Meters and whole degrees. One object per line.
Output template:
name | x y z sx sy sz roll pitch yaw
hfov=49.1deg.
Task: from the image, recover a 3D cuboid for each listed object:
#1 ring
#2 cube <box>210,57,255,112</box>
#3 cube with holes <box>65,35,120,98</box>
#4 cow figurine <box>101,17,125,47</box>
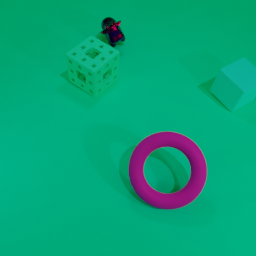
ring | 0.964 1.048 6.933 1.930 0.386 1.930 0 90 8
cube | 3.493 -1.373 8.909 1.065 1.065 1.065 -27 64 -19
cube with holes | -1.144 -2.028 9.311 1.222 1.222 1.222 34 60 18
cow figurine | -0.612 -3.666 10.397 0.813 1.457 1.480 -29 68 5
